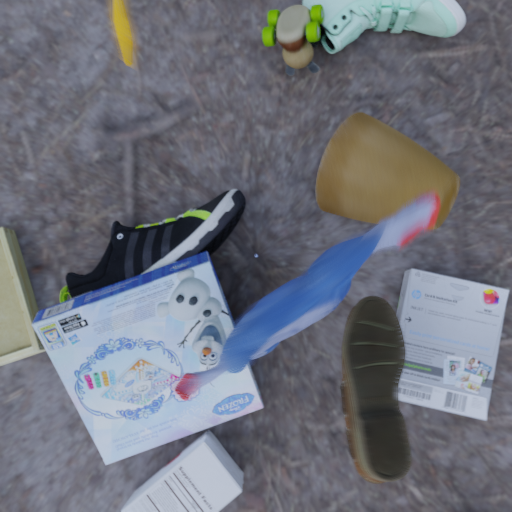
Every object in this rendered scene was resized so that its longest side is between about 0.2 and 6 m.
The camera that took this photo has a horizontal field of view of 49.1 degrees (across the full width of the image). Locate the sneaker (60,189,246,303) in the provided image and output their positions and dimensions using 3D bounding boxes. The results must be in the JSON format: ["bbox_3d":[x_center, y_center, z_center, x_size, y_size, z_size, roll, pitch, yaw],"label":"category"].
[{"bbox_3d":[-1.639,-0.167,8.608,3.245,1.163,1.344,-40,85,-4],"label":"sneaker"}]

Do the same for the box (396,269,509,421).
[{"bbox_3d":[2.957,1.368,8.805,1.600,0.423,2.052,12,84,1],"label":"box"}]

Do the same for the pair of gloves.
[{"bbox_3d":[0.491,0.662,6.521,2.934,3.650,0.416,-30,77,-31],"label":"pair of gloves"}]

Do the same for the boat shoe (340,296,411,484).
[{"bbox_3d":[1.413,1.691,7.223,0.828,0.782,2.301,8,66,-8],"label":"boat shoe"}]

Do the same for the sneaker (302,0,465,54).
[{"bbox_3d":[1.936,-3.749,9.138,2.609,0.960,1.539,25,81,10],"label":"sneaker"}]

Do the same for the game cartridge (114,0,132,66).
[{"bbox_3d":[-1.632,-2.772,6.887,0.104,0.566,0.642,-15,82,-16],"label":"game cartridge"}]

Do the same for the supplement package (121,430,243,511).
[{"bbox_3d":[-1.045,3.486,8.296,1.519,0.921,0.910,-39,85,-4],"label":"supplement package"}]

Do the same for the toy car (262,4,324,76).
[{"bbox_3d":[0.669,-3.330,8.908,0.855,1.041,0.821,2,57,20],"label":"toy car"}]

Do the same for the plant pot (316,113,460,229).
[{"bbox_3d":[1.997,-1.067,8.155,1.685,1.571,1.571,28,83,27],"label":"plant pot"}]

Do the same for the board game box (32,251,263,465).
[{"bbox_3d":[-1.478,1.530,8.195,2.553,0.554,2.541,-19,110,-3],"label":"board game box"}]

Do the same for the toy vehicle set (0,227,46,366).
[{"bbox_3d":[-5.191,1.026,8.829,3.305,0.438,2.054,-18,84,-2],"label":"toy vehicle set"}]
